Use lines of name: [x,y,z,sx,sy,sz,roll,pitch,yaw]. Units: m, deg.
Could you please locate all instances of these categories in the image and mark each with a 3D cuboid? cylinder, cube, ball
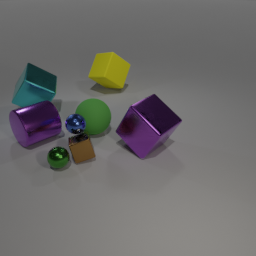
cylinder: [-3.408,-0.179,10.345,1.400,1.400,1.400,-24,37,-37]
cube: [0.699,-0.065,9.648,1.400,1.400,1.400,46,45,14]
ball: [-2.209,0.935,8.894,0.700,0.700,0.700,0,28,0]
cube: [-4.100,-1.715,12.372,1.400,1.400,1.400,24,35,-30]
ball: [-1.759,-0.137,9.435,0.700,0.700,0.700,0,28,0]
cube: [-0.979,-3.017,14.801,1.400,1.400,1.400,10,-11,46]
cube: [-1.544,0.641,9.367,0.700,0.700,0.700,-19,24,-5]
ball: [-1.345,-0.441,10.808,1.400,1.400,1.400,0,28,0]
